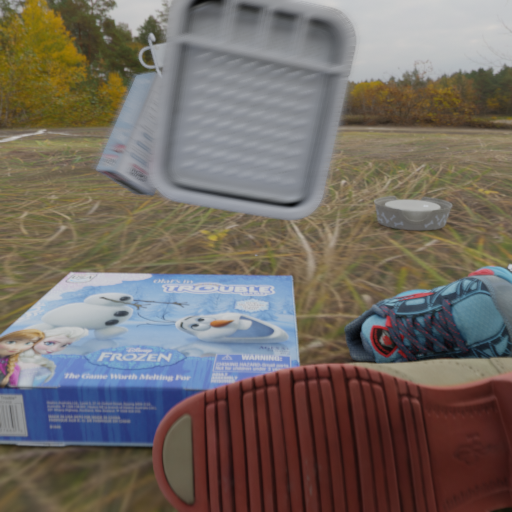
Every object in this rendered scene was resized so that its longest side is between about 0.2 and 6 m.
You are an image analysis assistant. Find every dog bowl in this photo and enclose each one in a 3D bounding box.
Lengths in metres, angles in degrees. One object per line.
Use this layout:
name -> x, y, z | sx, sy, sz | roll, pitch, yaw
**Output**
dog bowl -> 3.806, -1.050, 13.696 | 1.827, 0.536, 1.827 | 0, 17, 0

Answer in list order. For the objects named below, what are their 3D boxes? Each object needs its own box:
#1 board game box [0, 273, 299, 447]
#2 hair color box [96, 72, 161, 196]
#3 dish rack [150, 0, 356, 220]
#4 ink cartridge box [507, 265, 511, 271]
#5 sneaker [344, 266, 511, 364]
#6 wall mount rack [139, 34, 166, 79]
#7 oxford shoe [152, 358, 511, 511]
board game box -> -1.141, 0.997, 6.579 | 3.238, 0.702, 3.222 | 1, 16, 2
hair color box -> -1.736, -1.884, 8.742 | 0.513, 1.692, 0.838 | 7, -18, 40
dish rack -> -0.102, -2.234, 8.426 | 2.674, 3.115, 0.678 | 9, 14, -7
ink cartridge box -> 4.417, 0.414, 9.381 | 1.086, 0.220, 1.084 | 9, 19, 27
sneaker -> 1.799, 0.866, 5.922 | 1.270, 1.055, 2.659 | -15, -9, -17
wall mount rack -> -1.221, -2.951, 8.483 | 0.998, 0.867, 0.372 | -18, 10, -18
oxford shoe -> 1.081, 1.498, 4.593 | 3.764, 1.326, 1.408 | 1, -5, -7
